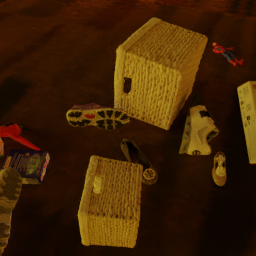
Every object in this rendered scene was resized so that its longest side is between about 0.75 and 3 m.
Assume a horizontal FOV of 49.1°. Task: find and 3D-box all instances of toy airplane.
[{"bbox_3d":[-4.262,0.111,9.099,2.694,0.495,2.694,17,13,-4],"label":"toy airplane"}]

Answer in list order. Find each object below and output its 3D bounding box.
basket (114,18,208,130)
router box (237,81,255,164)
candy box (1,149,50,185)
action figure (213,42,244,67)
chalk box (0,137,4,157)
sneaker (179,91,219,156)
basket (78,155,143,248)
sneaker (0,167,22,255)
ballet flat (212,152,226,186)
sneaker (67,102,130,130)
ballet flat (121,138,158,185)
[{"bbox_3d":[1.166,-2.012,10.404,2.339,2.883,2.909,23,49,16],"label":"basket"},{"bbox_3d":[3.648,-0.135,6.773,1.724,0.469,1.921,0,76,-17],"label":"router box"},{"bbox_3d":[-3.232,1.217,8.842,1.241,0.478,1.049,3,47,2],"label":"candy box"},{"bbox_3d":[4.804,-3.695,13.713,0.632,0.499,1.931,-22,47,-17],"label":"action figure"},{"bbox_3d":[-4.773,0.646,9.290,1.053,0.653,0.658,-12,47,-10],"label":"chalk box"},{"bbox_3d":[2.577,-0.137,9.880,1.197,1.002,2.706,10,56,10],"label":"sneaker"},{"bbox_3d":[-0.406,1.927,7.253,1.427,1.774,1.758,5,46,2],"label":"basket"},{"bbox_3d":[-3.806,2.485,7.444,1.199,1.093,2.924,-15,42,25],"label":"sneaker"},{"bbox_3d":[2.903,1.242,8.874,0.428,0.396,1.214,4,46,7],"label":"ballet flat"},{"bbox_3d":[-1.073,-0.591,10.351,2.335,0.941,0.974,7,40,7],"label":"sneaker"},{"bbox_3d":[0.318,1.003,9.065,0.662,0.456,1.966,-19,48,-18],"label":"ballet flat"}]
